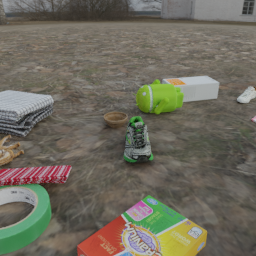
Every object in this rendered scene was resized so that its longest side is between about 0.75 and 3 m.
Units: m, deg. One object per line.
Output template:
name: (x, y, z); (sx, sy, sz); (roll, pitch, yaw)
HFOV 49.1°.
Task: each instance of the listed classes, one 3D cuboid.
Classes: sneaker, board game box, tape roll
sneaker: (0.268, 0.369, 9.250); (0.920, 1.004, 2.357); (-3, 27, -7)
sneaker: (5.863, -1.688, 13.830); (0.556, 0.647, 1.528); (24, 36, 36)
board game box: (0.326, 2.413, 5.743); (1.655, 0.436, 2.163); (24, 35, 39)
tape roll: (-2.823, 2.001, 6.548); (1.964, 0.472, 1.964); (-1, 26, 0)

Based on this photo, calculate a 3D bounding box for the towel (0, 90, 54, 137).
towel: (-4.573, -0.656, 11.260); (2.641, 1.130, 2.186); (8, 26, 19)

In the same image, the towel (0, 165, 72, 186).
towel: (-2.672, 1.312, 7.741); (2.096, 0.236, 1.516); (-3, 4, -7)

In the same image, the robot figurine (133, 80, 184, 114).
robot figurine: (1.332, -1.306, 12.361); (2.152, 1.245, 1.888); (-3, 40, -8)

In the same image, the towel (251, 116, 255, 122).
towel: (5.685, -0.313, 11.606); (0.917, 0.137, 0.671); (22, 34, 37)

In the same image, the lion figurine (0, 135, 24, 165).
lion figurine: (-4.071, 0.746, 9.134); (0.993, 0.588, 1.622); (-28, 23, -31)

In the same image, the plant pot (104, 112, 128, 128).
plant pot: (-0.489, -0.275, 11.189); (0.947, 0.437, 0.947); (-1, 26, 0)

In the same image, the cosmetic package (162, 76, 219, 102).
cosmetic package: (3.096, -1.958, 14.072); (2.527, 0.900, 1.282); (-7, 27, -15)
